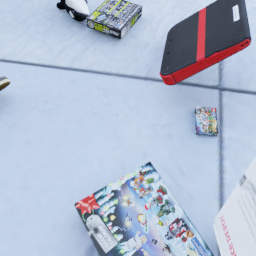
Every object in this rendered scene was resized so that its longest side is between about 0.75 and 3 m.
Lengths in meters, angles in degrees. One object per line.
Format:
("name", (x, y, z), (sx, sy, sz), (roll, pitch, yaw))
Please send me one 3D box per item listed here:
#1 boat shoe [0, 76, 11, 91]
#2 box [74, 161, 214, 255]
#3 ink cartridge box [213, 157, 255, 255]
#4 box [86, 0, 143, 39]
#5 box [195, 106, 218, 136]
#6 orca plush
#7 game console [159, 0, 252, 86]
("boat shoe", (-4.122, -1.057, 7.531), (1.810, 0.663, 0.587), (-26, 92, -13))
("box", (0.382, 2.282, 5.595), (1.904, 0.555, 2.781), (-28, 64, -15))
("ink cartridge box", (2.688, 1.315, 4.529), (1.154, 2.756, 2.000), (23, 20, -2))
("box", (-0.424, -3.757, 9.431), (1.299, 0.359, 1.621), (23, 56, 13))
("box", (2.069, -0.186, 7.413), (0.558, 0.154, 0.817), (5, 58, 3))
("orca plush", (-2.345, -4.576, 9.635), (2.585, 0.919, 1.360), (50, 29, -5))
("game console", (2.038, -2.473, 7.645), (2.455, 0.431, 2.776), (-20, 39, 34))
